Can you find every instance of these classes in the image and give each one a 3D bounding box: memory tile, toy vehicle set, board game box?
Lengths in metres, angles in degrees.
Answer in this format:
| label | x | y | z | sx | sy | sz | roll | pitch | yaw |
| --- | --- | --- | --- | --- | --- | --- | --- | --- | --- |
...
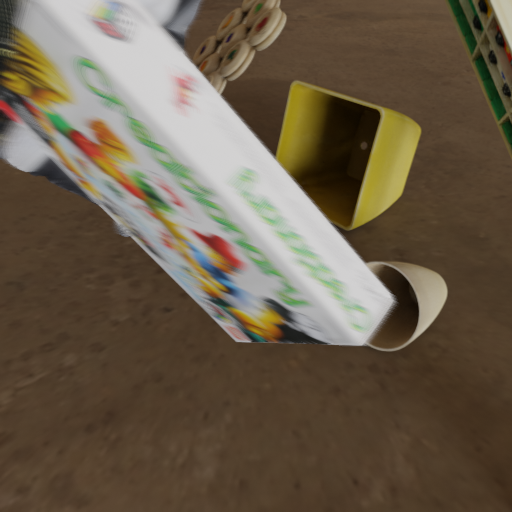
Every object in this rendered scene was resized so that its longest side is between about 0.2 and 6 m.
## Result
| label | x | y | z | sx | sy | sz | roll | pitch | yaw |
| --- | --- | --- | --- | --- | --- | --- | --- | --- | --- |
| memory tile | -0.562 | -3.096 | 8.679 | 0.209 | 2.488 | 1.907 | 32 | 33 | -32 |
| toy vehicle set | 3.693 | -2.708 | 8.080 | 0.476 | 3.590 | 2.230 | -22 | -4 | 13 |
| board game box | -0.640 | -0.538 | 4.838 | 0.583 | 3.371 | 2.128 | -51 | 17 | -25 |

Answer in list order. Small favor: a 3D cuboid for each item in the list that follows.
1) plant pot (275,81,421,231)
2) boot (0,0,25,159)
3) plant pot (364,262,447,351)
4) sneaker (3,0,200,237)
| label | x | y | z | sx | sy | sz | roll | pitch | yaw |
| --- | --- | --- | --- | --- | --- | --- | --- | --- | --- |
| plant pot | 1.832 | -1.932 | 10.541 | 1.892 | 2.145 | 2.145 | -10 | 32 | -41 |
| boot | -3.496 | -2.213 | 6.543 | 0.823 | 2.279 | 1.721 | 15 | 19 | 29 |
| plant pot | 2.045 | 0.569 | 7.649 | 1.254 | 1.175 | 1.175 | -11 | 32 | -43 |
| sneaker | -1.233 | -1.953 | 6.892 | 1.355 | 2.044 | 3.591 | -4 | 50 | 53 |
